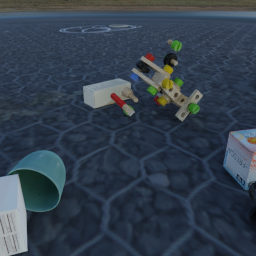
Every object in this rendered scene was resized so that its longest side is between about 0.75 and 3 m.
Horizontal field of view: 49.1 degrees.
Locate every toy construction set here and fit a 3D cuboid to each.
[{"bbox_3d":[1.073,-1.054,9.019,2.678,2.234,2.058,-31,48,-14],"label":"toy construction set"}]

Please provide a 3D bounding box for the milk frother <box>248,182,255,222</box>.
[{"bbox_3d":[2.670,1.340,4.953,0.929,0.988,0.892,-21,29,-36],"label":"milk frother"}]

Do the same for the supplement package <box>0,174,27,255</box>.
[{"bbox_3d":[-2.397,1.516,4.615,1.265,0.953,0.960,-9,28,-17],"label":"supplement package"}]

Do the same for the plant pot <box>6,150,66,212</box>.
[{"bbox_3d":[-1.723,0.946,5.512,1.069,1.069,0.858,3,31,6],"label":"plant pot"}]

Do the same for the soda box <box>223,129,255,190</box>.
[{"bbox_3d":[3.814,0.553,6.434,2.985,1.021,0.949,-6,27,-11],"label":"soda box"}]

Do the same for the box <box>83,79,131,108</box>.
[{"bbox_3d":[-0.774,-1.337,10.571,1.684,0.655,0.800,-19,33,-33],"label":"box"}]
